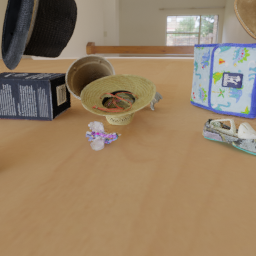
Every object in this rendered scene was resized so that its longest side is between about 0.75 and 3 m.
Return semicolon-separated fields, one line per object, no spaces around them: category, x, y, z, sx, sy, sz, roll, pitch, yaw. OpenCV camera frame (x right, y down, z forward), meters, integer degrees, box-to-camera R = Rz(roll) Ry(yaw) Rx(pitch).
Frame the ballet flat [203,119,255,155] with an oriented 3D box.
ballet flat;2.587;0.136;6.735;0.675;0.675;1.875;-12;21;-35

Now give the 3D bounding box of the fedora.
fedora;-2.109;-2.740;6.830;1.363;2.984;2.984;12;9;-33

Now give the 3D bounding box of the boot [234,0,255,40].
boot;3.512;-2.339;6.348;1.053;2.861;1.079;-38;-22;12

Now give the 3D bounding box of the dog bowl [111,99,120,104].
dog bowl;-0.202;-0.868;9.515;1.032;1.032;0.380;2;50;7

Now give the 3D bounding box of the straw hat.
straw hat;-0.270;-0.651;8.605;2.446;1.035;2.446;-5;36;3

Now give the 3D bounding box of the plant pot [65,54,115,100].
plant pot;-1.195;-1.493;10.112;1.705;1.705;1.561;2;-16;6

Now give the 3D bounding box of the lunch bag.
lunch bag;3.582;-1.793;9.982;1.801;2.403;2.827;-7;19;-22

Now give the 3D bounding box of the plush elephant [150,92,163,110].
plush elephant;0.806;-1.064;10.359;0.850;1.097;0.904;31;23;25

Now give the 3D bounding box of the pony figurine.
pony figurine;-0.675;0.182;6.802;0.794;0.685;0.823;-2;0;-37

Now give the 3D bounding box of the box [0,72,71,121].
box;-3.539;-1.173;9.727;2.588;1.350;1.915;2;17;7
